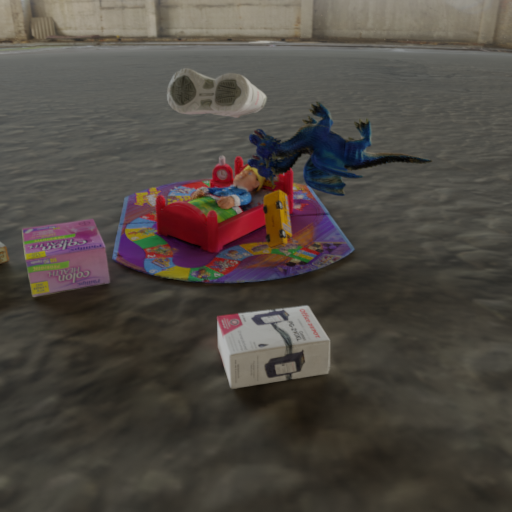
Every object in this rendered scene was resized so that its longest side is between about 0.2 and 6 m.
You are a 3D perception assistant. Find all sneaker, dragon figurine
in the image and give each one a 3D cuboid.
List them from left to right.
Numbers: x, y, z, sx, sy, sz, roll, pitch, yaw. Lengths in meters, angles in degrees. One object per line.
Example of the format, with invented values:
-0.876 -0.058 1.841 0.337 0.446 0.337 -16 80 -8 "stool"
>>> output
-0.821 -3.231 11.573 2.378 0.927 1.182 20 10 35 "sneaker"
1.417 -1.696 10.118 3.219 0.947 1.600 22 69 -7 "dragon figurine"

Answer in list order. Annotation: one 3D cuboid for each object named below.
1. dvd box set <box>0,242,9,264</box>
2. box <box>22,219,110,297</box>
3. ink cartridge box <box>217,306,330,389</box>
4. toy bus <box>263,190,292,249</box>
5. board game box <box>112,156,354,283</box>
-5.724 0.049 9.646 2.268 0.333 1.660 -22 34 -39 "dvd box set"
-3.210 -0.013 9.390 1.215 0.668 1.381 -10 28 -20 "box"
0.204 1.131 7.134 1.268 0.535 0.918 -6 26 -12 "ink cartridge box"
0.395 -0.652 10.326 0.356 1.093 0.428 -18 -25 29 "toy bus"
-0.613 -1.216 11.453 4.410 1.087 5.582 -3 25 -7 "board game box"
